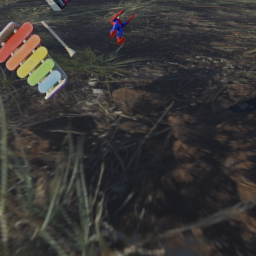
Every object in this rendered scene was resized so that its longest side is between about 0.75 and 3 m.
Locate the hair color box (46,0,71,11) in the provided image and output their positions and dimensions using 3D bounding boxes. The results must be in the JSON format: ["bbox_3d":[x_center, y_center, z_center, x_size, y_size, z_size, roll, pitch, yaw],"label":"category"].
[{"bbox_3d":[-1.645,-4.170,7.694,0.528,0.863,1.743,26,74,47],"label":"hair color box"}]

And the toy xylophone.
[{"bbox_3d":[-2.206,-1.762,6.849,1.968,1.441,0.494,41,13,-5],"label":"toy xylophone"}]

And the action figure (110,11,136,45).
[{"bbox_3d":[-0.200,-3.745,9.982,0.595,0.903,1.824,36,28,-28],"label":"action figure"}]
